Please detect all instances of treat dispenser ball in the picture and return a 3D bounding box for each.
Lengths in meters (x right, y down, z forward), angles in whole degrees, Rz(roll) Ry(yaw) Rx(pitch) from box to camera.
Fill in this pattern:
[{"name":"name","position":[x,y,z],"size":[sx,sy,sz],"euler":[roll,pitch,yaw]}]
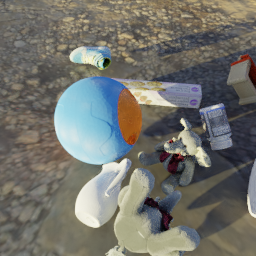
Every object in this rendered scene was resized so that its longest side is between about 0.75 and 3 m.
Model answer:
[{"name":"treat dispenser ball","position":[-0.651,-0.169,6.233],"size":[1.926,1.926,1.926],"euler":[0,45,0]}]

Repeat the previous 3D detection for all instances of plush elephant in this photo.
[{"name":"plush elephant","position":[0.467,1.604,4.992],"size":[1.433,1.740,1.347],"euler":[45,28,17]},{"name":"plush elephant","position":[1.139,0.536,6.118],"size":[1.511,1.170,1.245],"euler":[-17,50,-17]}]

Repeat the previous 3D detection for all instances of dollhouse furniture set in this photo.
[{"name":"dollhouse furniture set","position":[4.243,-1.699,7.327],"size":[2.915,2.947,1.518],"euler":[-12,35,48]}]

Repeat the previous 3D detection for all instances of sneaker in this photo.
[{"name":"sneaker","position":[-1.199,-2.282,9.285],"size":[1.396,0.555,0.912],"euler":[-11,46,-7]}]

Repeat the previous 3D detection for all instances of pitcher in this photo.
[{"name":"pitcher","position":[-0.426,1.201,5.436],"size":[0.767,1.085,1.264],"euler":[36,50,-6]}]

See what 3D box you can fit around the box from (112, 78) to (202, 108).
[{"name":"box","position":[0.772,-1.028,8.220],"size":[2.672,0.517,0.554],"euler":[6,44,6]}]

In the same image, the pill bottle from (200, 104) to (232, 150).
[{"name":"pill bottle","position":[2.118,-0.023,6.689],"size":[0.581,1.022,0.581],"euler":[-15,2,0]}]

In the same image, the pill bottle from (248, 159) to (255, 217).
[{"name":"pill bottle","position":[3.722,1.249,5.083],"size":[2.626,1.474,1.474],"euler":[13,46,13]}]
